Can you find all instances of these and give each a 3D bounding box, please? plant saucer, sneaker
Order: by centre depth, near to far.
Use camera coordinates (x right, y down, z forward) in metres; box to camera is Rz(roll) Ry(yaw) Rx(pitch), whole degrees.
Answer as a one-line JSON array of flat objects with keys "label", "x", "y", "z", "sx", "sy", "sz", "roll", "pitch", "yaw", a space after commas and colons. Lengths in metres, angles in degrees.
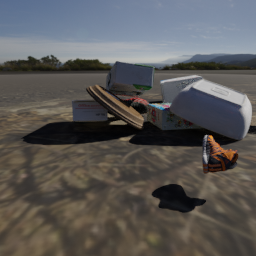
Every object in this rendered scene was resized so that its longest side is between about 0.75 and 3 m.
[{"label": "sneaker", "x": 1.500, "y": 0.425, "z": 4.558, "sx": 0.539, "sy": 0.373, "sz": 0.962, "roll": -4, "pitch": 29, "yaw": 17}, {"label": "plant saucer", "x": -0.318, "y": -0.671, "z": 8.366, "sx": 2.074, "sy": 0.305, "sz": 2.074, "roll": 35, "pitch": 10, "yaw": -7}, {"label": "sneaker", "x": -0.030, "y": -0.720, "z": 10.184, "sx": 1.954, "sy": 0.691, "sz": 0.954, "roll": 4, "pitch": 21, "yaw": -18}]

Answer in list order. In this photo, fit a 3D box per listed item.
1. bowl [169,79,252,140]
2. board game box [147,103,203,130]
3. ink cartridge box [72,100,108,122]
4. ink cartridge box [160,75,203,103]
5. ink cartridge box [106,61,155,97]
[{"label": "bowl", "x": 2.552, "y": -0.718, "z": 8.228, "sx": 2.264, "sy": 0.845, "sz": 2.261, "roll": 24, "pitch": 27, "yaw": 19}, {"label": "board game box", "x": 1.785, "y": -0.430, "z": 9.121, "sx": 2.006, "sy": 0.645, "sz": 1.480, "roll": -4, "pitch": 14, "yaw": -14}, {"label": "ink cartridge box", "x": -1.183, "y": -0.512, "z": 8.703, "sx": 1.057, "sy": 0.618, "sz": 1.822, "roll": -2, "pitch": 1, "yaw": -8}, {"label": "ink cartridge box", "x": 2.518, "y": -1.826, "z": 13.315, "sx": 1.871, "sy": 1.096, "sz": 2.588, "roll": -8, "pitch": 9, "yaw": 9}, {"label": "ink cartridge box", "x": 0.006, "y": -1.591, "z": 9.513, "sx": 1.289, "sy": 0.730, "sz": 1.758, "roll": 5, "pitch": -5, "yaw": -12}]
